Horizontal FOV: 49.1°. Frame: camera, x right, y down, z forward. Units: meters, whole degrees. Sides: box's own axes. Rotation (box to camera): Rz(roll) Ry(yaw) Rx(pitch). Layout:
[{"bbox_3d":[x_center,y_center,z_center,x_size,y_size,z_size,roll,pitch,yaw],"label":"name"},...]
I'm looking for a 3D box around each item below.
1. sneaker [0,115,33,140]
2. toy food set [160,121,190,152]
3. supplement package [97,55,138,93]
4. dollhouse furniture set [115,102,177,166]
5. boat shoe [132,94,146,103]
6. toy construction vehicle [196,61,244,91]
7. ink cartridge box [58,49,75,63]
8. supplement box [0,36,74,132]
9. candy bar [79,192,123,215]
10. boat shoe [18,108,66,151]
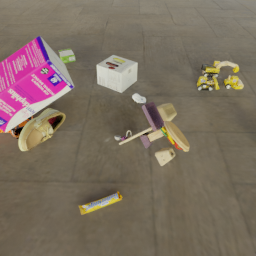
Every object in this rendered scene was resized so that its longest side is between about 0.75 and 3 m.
[{"bbox_3d":[-4.818,-0.052,11.101,2.182,0.846,1.223,-15,40,-18],"label":"sneaker"},{"bbox_3d":[1.455,0.251,8.599,1.187,0.292,1.199,53,19,8],"label":"toy food set"},{"bbox_3d":[-0.542,-2.786,14.239,1.521,1.118,1.454,24,45,24],"label":"supplement package"},{"bbox_3d":[0.915,0.261,11.245,1.970,2.199,2.775,-27,-1,31],"label":"dollhouse furniture set"},{"bbox_3d":[0.328,-1.008,9.743,0.269,0.285,0.795,-7,-6,32],"label":"boat shoe"},{"bbox_3d":[4.677,-2.736,14.417,2.330,0.821,2.029,3,39,4],"label":"toy construction vehicle"},{"bbox_3d":[-3.658,-4.317,16.704,0.800,0.410,1.082,-14,40,-16],"label":"ink cartridge box"},{"bbox_3d":[-2.882,-1.155,7.633,2.371,1.200,1.225,-32,55,5],"label":"supplement box"},{"bbox_3d":[-0.840,2.328,8.718,1.380,0.153,0.344,-16,42,-18],"label":"candy bar"},{"bbox_3d":[-3.305,0.008,10.965,0.822,0.916,2.476,7,39,17],"label":"boat shoe"}]
